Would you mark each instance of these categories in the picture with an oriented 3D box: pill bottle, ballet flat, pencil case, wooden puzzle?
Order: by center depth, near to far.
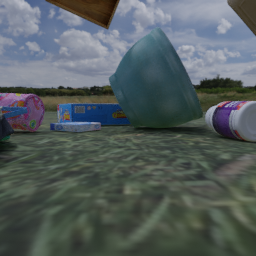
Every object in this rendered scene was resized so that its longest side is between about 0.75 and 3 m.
[{"bbox_3d":[-2.031,-0.120,3.788,0.914,0.914,2.501,-1,4,-19],"label":"ballet flat"},{"bbox_3d":[2.027,-0.160,5.343,0.700,0.700,1.256,-1,5,-15],"label":"pill bottle"},{"bbox_3d":[3.406,-3.045,6.558,1.828,1.691,0.340,33,15,-24],"label":"wooden puzzle"},{"bbox_3d":[-3.193,-0.376,6.917,2.199,0.961,0.961,0,4,16],"label":"pencil case"}]

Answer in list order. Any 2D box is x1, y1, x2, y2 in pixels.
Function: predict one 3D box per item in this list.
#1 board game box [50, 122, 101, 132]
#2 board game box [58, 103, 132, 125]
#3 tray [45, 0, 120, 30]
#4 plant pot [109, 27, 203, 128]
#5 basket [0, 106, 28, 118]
[{"bbox_3d":[-1.327,-0.036,7.170,0.915,0.199,0.919,4,5,30],"label":"board game box"},{"bbox_3d":[-1.083,-0.529,10.387,2.622,0.733,2.568,-2,4,-23],"label":"board game box"},{"bbox_3d":[-1.295,-3.759,8.170,1.956,0.965,0.362,21,25,-14],"label":"tray"},{"bbox_3d":[0.620,-1.131,7.964,1.871,2.792,2.792,-26,1,7],"label":"plant pot"},{"bbox_3d":[-2.722,-0.236,5.440,1.056,0.833,1.198,2,14,31],"label":"basket"}]
